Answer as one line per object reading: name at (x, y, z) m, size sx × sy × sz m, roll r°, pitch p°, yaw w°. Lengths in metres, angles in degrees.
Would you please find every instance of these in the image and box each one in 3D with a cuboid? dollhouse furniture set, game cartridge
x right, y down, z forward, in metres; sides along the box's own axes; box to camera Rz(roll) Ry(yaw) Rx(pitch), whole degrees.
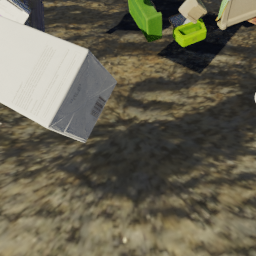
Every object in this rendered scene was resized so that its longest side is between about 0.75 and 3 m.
dollhouse furniture set at (1.446, -2.603, 5.467) m, size 2.740 × 1.370 × 1.058 m, roll -21°, pitch 63°, yaw -2°
game cartridge at (-2.735, -3.136, 8.177) m, size 0.231 × 1.206 × 0.782 m, roll 15°, pitch 28°, yaw 18°

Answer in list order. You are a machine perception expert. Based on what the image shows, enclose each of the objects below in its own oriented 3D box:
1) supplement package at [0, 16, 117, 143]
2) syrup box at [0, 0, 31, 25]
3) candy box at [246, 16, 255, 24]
supplement package at (-1.342, -0.743, 4.238) m, size 1.870 × 1.120 × 1.134 m, roll 26°, pitch 87°, yaw 21°
syrup box at (-2.882, -2.535, 6.342) m, size 0.976 × 1.010 × 2.479 m, roll 31°, pitch 12°, yaw -28°
candy box at (3.347, -3.549, 6.119) m, size 1.453 × 2.491 × 0.703 m, roll 28°, pitch 47°, yaw 13°
